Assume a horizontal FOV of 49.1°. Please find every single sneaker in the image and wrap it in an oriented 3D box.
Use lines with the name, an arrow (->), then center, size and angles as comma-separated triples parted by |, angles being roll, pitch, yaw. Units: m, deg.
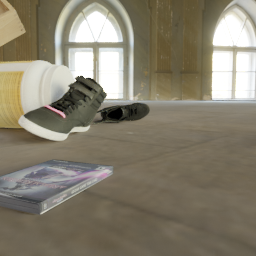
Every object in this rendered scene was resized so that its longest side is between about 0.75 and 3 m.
sneaker -> -0.202, -0.514, 10.248 | 2.289, 0.687, 1.194 | -6, 8, -10
sneaker -> -1.407, -0.603, 6.638 | 1.033, 1.449, 2.922 | 31, 12, 9

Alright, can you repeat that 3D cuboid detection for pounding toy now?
pounding toy -> -3.360, -3.068, 7.382 | 1.770, 1.555, 0.810 | -37, -24, -16

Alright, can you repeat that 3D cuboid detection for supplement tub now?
supplement tub -> -3.110, -0.969, 8.288 | 2.728, 1.974, 1.974 | 2, 7, 14

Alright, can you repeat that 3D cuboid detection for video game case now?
video game case -> -0.903, 0.590, 3.169 | 0.974, 0.129, 1.364 | 3, 7, 24
